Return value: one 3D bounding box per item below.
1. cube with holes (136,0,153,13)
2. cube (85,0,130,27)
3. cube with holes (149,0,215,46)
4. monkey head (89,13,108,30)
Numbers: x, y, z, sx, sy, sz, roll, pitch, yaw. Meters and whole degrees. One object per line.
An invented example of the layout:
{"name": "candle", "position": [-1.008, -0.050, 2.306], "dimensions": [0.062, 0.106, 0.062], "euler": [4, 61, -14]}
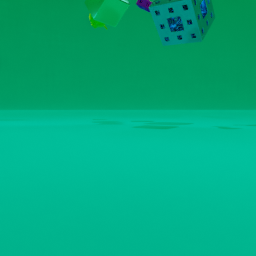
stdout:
{"name": "cube with holes", "position": [0.767, -4.106, 8.920], "dimensions": [0.720, 0.720, 0.720], "euler": [25, 17, 3]}
{"name": "cube", "position": [-0.642, -3.782, 8.507], "dimensions": [0.868, 0.868, 0.868], "euler": [2, -39, -43]}
{"name": "cube with holes", "position": [1.537, -3.200, 7.774], "dimensions": [1.208, 1.208, 1.208], "euler": [6, 51, 37]}
{"name": "monkey head", "position": [-1.155, -4.256, 10.750], "dimensions": [0.656, 1.088, 0.783], "euler": [-16, 47, 2]}
